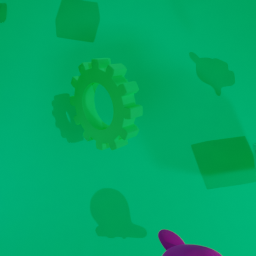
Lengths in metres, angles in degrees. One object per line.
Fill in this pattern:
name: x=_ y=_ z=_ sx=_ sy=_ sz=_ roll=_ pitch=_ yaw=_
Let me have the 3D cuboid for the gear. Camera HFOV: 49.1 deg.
gear: x=-0.403 y=-0.370 z=4.544 sx=0.269 sy=1.456 sz=1.456 roll=-19 pitch=67 yaw=-43

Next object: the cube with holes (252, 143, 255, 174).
cube with holes: x=3.426 y=0.890 z=5.691 sx=1.179 sy=1.179 sz=1.179 roll=-7 pitch=94 yaw=1

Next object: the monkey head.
monkey head: x=1.070 y=2.125 z=3.657 sx=1.379 sy=1.917 sz=1.155 roll=8 pitch=95 yaw=-26
